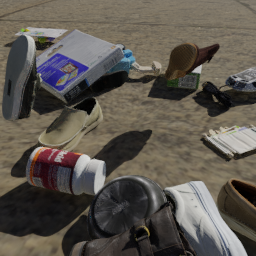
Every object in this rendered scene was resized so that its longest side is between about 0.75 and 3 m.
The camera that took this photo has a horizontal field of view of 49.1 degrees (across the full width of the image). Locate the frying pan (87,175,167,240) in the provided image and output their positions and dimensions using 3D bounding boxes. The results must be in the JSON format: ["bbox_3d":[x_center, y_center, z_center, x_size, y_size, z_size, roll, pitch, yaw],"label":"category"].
[{"bbox_3d":[-0.065,1.974,4.989,1.651,0.444,2.729,-14,46,14],"label":"frying pan"}]

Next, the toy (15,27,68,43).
[{"bbox_3d":[-4.853,-5.202,15.840,2.541,0.600,1.463,11,37,11],"label":"toy"}]

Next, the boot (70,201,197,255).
[{"bbox_3d":[0.064,2.137,3.967,1.942,0.772,2.231,-24,31,9],"label":"boot"}]

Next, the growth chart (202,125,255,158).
[{"bbox_3d":[3.166,0.303,7.922,1.818,0.161,1.316,-11,35,-16],"label":"growth chart"}]

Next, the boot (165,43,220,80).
[{"bbox_3d":[1.989,-2.153,8.114,1.644,1.976,0.715,-30,85,-15],"label":"boot"}]

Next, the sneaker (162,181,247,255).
[{"bbox_3d":[1.220,1.995,4.764,0.985,1.016,2.781,-9,25,-3],"label":"sneaker"}]

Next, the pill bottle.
[{"bbox_3d":[-1.348,0.974,6.234,1.567,0.895,0.895,9,34,12],"label":"pill bottle"}]

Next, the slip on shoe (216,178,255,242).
[{"bbox_3d":[3.001,1.790,5.032,2.832,0.858,1.077,26,42,34],"label":"slip on shoe"}]

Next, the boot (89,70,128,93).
[{"bbox_3d":[-1.122,-2.116,11.137,1.869,0.647,1.627,-22,40,-25],"label":"boot"}]

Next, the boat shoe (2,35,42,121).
[{"bbox_3d":[-2.680,-1.253,7.253,0.736,2.311,0.817,-8,40,-48],"label":"boat shoe"}]

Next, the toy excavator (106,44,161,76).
[{"bbox_3d":[0.076,-2.646,11.817,2.009,1.032,2.066,-23,53,-28],"label":"toy excavator"}]

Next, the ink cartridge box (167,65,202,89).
[{"bbox_3d":[2.396,-2.426,11.547,1.218,0.696,2.346,8,34,13],"label":"ink cartridge box"}]

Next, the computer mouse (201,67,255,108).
[{"bbox_3d":[4.257,-1.565,10.370,2.959,0.649,1.623,-18,33,-16],"label":"computer mouse"}]

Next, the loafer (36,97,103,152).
[{"bbox_3d":[-1.637,-0.130,7.910,0.978,0.883,2.585,15,36,21],"label":"loafer"}]

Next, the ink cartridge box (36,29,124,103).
[{"bbox_3d":[-2.174,-2.531,10.899,2.937,0.643,2.965,-43,52,-18],"label":"ink cartridge box"}]
